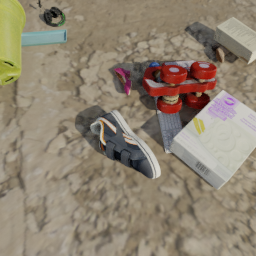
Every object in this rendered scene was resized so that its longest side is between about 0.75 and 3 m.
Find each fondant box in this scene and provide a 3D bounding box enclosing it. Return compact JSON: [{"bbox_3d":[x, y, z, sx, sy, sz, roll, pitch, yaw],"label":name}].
[{"bbox_3d":[3.073,0.292,9.318,2.057,0.830,2.851,40,64,18],"label":"fondant box"}]

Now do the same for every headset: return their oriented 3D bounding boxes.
[{"bbox_3d":[-3.565,-5.316,12.948,1.475,0.693,0.911,37,64,8],"label":"headset"}]

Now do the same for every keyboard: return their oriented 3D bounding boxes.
[{"bbox_3d":[1.505,-0.320,10.189,0.751,0.142,2.668,-5,58,-3],"label":"keyboard"}]

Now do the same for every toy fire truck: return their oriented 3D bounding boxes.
[{"bbox_3d":[1.803,-1.826,10.409,2.731,1.532,2.294,-9,37,-14],"label":"toy fire truck"}]

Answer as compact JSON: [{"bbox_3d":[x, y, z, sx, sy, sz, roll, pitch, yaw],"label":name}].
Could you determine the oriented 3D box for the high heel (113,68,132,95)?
[{"bbox_3d":[-0.228,-1.826,10.871,0.695,0.488,1.449,5,53,-8],"label":"high heel"}]

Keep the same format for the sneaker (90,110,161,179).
[{"bbox_3d":[-0.181,0.669,9.015,1.158,1.144,2.917,-26,52,-20],"label":"sneaker"}]

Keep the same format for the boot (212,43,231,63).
[{"bbox_3d":[4.120,-3.262,11.816,0.878,0.422,1.200,-13,55,-3],"label":"boot"}]

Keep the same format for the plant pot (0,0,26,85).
[{"bbox_3d":[-5.237,-3.193,10.627,2.923,2.923,2.688,-13,71,-8],"label":"plant pot"}]

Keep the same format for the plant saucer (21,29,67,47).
[{"bbox_3d":[-3.837,-3.956,12.401,2.268,0.215,0.793,-5,58,-4],"label":"plant saucer"}]

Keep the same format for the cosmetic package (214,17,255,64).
[{"bbox_3d":[4.573,-3.578,11.405,1.013,0.684,1.926,-32,62,-14],"label":"cosmetic package"}]
